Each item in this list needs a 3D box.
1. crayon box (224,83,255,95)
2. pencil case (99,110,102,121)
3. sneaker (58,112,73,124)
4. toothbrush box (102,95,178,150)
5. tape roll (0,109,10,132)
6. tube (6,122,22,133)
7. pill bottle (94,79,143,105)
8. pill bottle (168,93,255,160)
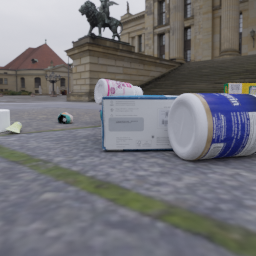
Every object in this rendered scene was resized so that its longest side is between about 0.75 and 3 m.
[{"bbox_3d":[5.751,-1.152,12.488,2.789,1.657,0.812,1,7,7],"label":"crayon box"},{"bbox_3d":[-0.603,-0.575,12.169,1.261,0.583,0.536,4,-18,20],"label":"pencil case"},{"bbox_3d":[-2.690,-0.423,11.457,0.489,0.436,1.223,1,6,-34],"label":"sneaker"},{"bbox_3d":[0.312,-0.219,6.703,1.904,1.109,2.600,0,5,-4],"label":"toothbrush box"},{"bbox_3d":[-4.668,-0.219,8.672,1.903,0.666,1.903,1,6,0],"label":"tape roll"},{"bbox_3d":[-3.463,0.010,8.572,0.298,0.267,1.027,-25,14,-9],"label":"tube"},{"bbox_3d":[-0.350,-1.313,10.931,1.718,0.974,0.974,4,3,-32],"label":"pill bottle"},{"bbox_3d":[1.829,-0.049,5.073,1.987,1.150,1.150,-2,7,-20],"label":"pill bottle"}]
